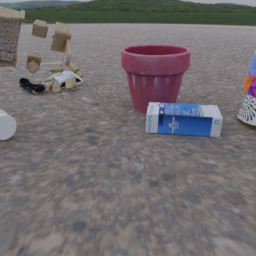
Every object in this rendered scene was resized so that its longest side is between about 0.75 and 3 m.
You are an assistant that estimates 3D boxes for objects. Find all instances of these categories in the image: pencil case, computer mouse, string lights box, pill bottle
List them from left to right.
[{"bbox_3d":[-3.670,-0.173,7.433,1.394,0.807,0.807,16,29,31],"label":"pill bottle"},{"bbox_3d":[-3.070,-1.999,11.699,2.570,0.564,1.409,-22,32,-39],"label":"computer mouse"},{"bbox_3d":[1.533,-0.272,7.894,1.990,0.587,1.022,4,25,8],"label":"string lights box"},{"bbox_3d":[2.731,-1.499,4.744,0.964,2.181,0.964,4,39,-3],"label":"pencil case"}]

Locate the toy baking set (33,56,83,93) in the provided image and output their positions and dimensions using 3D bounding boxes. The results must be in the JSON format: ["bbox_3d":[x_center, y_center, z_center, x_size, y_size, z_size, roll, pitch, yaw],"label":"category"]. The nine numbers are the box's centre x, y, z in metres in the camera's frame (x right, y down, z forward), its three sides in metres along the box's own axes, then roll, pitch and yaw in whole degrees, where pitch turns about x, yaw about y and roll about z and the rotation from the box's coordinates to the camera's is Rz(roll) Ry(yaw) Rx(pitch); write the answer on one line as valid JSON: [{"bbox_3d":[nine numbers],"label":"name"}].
[{"bbox_3d":[-2.956,-2.292,11.436,1.715,0.260,2.235,-30,63,-20],"label":"toy baking set"}]

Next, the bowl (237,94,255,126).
[{"bbox_3d":[4.507,-0.840,8.131,2.445,1.148,2.445,-3,19,1],"label":"bowl"}]

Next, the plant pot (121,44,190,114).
[{"bbox_3d":[0.863,-1.583,9.116,2.185,1.955,2.185,0,25,0],"label":"plant pot"}]

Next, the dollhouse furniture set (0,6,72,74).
[{"bbox_3d":[-2.814,-1.764,6.223,2.833,1.468,1.254,7,54,-25],"label":"dollhouse furniture set"}]
